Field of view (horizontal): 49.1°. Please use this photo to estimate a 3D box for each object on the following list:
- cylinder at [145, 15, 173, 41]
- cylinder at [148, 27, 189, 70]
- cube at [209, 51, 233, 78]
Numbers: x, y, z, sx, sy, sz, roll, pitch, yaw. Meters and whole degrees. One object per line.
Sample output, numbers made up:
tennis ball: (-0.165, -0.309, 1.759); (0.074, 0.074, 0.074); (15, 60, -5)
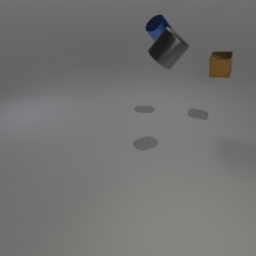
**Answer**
cylinder: (1.041, -3.195, 9.162); (0.700, 0.700, 0.700); (-22, 50, 29)
cylinder: (0.943, -1.854, 6.535); (0.700, 0.700, 0.700); (32, 27, -19)
cube: (3.267, -2.233, 9.848); (0.700, 0.700, 0.700); (6, 37, 23)
